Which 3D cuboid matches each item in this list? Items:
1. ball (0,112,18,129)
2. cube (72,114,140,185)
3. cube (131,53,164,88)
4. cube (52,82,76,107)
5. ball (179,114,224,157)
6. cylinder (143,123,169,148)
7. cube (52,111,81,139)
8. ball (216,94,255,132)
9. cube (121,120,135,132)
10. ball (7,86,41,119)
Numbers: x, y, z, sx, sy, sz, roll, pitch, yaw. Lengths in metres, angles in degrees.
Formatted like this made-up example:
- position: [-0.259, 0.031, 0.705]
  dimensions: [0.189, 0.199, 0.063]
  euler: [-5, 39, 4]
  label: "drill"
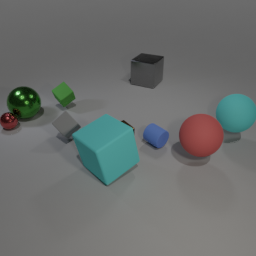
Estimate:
- position: [-4.850, -0.294, 11.402]
  dimensions: [0.700, 0.700, 0.700]
  euler: [0, 32, 0]
  label: "ball"
- position: [-0.676, 0.637, 8.913]
  dimensions: [1.400, 1.400, 1.400]
  euler: [-34, 40, -26]
  label: "cube"
- position: [1.059, -3.160, 15.357]
  dimensions: [1.400, 1.400, 1.400]
  euler: [15, 35, 22]
  label: "cube"
- position: [-2.896, -1.509, 12.648]
  dimensions: [0.700, 0.700, 0.700]
  euler: [-40, 74, -14]
  label: "cube"
- position: [2.364, 0.235, 9.087]
  dimensions: [1.400, 1.400, 1.400]
  euler: [0, 32, 0]
  label: "ball"
- position: [1.034, 0.279, 10.350]
  dimensions: [0.700, 0.700, 0.700]
  euler: [-26, 44, -35]
  label: "cylinder"
- position: [-2.303, -0.104, 10.542]
  dimensions: [0.700, 0.700, 0.700]
  euler: [-44, 82, -7]
  label: "cube"
- position: [3.922, -0.536, 10.175]
  dimensions: [1.400, 1.400, 1.400]
  euler: [0, 32, 0]
  label: "ball"
- position: [-0.239, 0.236, 10.521]
  dimensions: [0.700, 0.700, 0.700]
  euler: [-21, 41, -31]
  label: "cube"
- position: [-4.456, -1.087, 12.029]
  dimensions: [1.400, 1.400, 1.400]
  euler: [0, 32, 0]
  label: "ball"
